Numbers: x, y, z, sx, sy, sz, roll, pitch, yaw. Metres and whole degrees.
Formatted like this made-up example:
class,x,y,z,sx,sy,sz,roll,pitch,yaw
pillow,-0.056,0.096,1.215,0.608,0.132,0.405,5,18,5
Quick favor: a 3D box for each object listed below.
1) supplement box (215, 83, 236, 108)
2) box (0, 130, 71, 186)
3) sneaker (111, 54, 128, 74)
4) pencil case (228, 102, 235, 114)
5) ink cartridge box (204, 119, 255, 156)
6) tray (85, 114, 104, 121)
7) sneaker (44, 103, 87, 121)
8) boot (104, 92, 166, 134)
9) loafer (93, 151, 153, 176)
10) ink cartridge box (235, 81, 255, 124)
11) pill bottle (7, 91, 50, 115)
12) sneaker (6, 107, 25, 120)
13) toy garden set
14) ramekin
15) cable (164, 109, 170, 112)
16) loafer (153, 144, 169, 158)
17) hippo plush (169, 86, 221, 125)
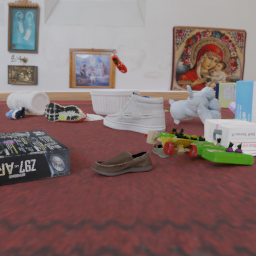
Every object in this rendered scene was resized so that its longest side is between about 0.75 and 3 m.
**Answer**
class,x,y,z,sx,sy,sz,roll,pitch,yaw
supplement box,7.197,-2.241,18.958,2.394,1.609,2.396,3,10,20
box,-2.482,0.534,5.878,1.916,0.521,2.392,-5,11,-29
sneaker,-0.345,-2.326,10.352,0.334,0.869,0.369,-32,27,21
pencil case,4.228,-0.779,11.024,0.351,0.358,0.837,25,18,-9
ink cartridge box,2.928,0.197,7.469,1.140,0.655,1.946,-1,10,-7
tray,-2.008,-0.536,13.222,1.745,0.194,0.937,8,12,40
sneaker,-2.785,-0.591,12.447,2.174,0.837,0.923,11,-2,28
boot,0.189,-0.628,10.210,2.858,1.366,1.051,9,13,42
loafer,-0.101,0.645,5.507,1.224,0.435,0.447,-4,10,-23
ink cartridge box,4.990,-0.543,8.431,1.831,1.784,2.849,-9,13,-42
pill bottle,-5.290,-1.332,14.707,2.195,1.255,1.255,6,11,34
sneaker,-5.298,-0.738,13.329,0.556,0.546,1.443,3,8,-2
toy garden set,1.364,0.266,6.620,1.982,0.474,2.378,7,7,-23
ramekin,-0.715,-1.457,15.349,2.757,1.284,2.757,0,9,0
cable,2.364,-0.940,15.958,0.756,0.190,0.367,10,-11,-18
loafer,0.807,0.512,6.797,0.288,0.267,0.767,-3,10,-15
hippo plush,2.567,-0.622,11.182,2.079,1.656,1.672,-10,-12,-46
